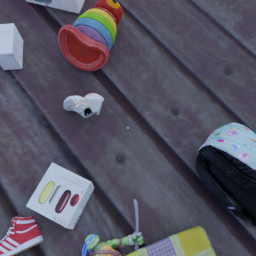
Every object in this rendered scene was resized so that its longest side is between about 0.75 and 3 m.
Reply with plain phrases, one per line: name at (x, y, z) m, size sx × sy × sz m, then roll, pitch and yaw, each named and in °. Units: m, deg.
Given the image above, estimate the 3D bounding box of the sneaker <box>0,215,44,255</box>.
sneaker at (-3.033, 2.798, 7.098) m, size 1.559 × 0.555 × 0.877 m, roll -20°, pitch 74°, yaw -15°

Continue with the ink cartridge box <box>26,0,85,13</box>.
ink cartridge box at (-2.770, -5.187, 9.941) m, size 2.605 × 0.877 × 1.525 m, roll 16°, pitch 70°, yaw 6°

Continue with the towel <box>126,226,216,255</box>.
towel at (1.194, 3.450, 6.546) m, size 2.446 × 0.279 × 1.757 m, roll -7°, pitch 67°, yaw -27°

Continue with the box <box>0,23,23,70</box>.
box at (-3.815, -2.583, 8.961) m, size 0.610 × 0.873 × 1.146 m, roll -5°, pitch 69°, yaw -2°

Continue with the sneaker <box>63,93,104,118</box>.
sneaker at (-1.372, -0.591, 8.156) m, size 1.401 × 0.530 × 0.644 m, roll -7°, pitch 63°, yaw 32°

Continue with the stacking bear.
stacking bear at (-0.960, -3.206, 8.956) m, size 1.557 × 1.458 × 2.565 m, roll 30°, pitch 61°, yaw -9°

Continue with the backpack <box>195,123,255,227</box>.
backpack at (2.980, 1.074, 7.185) m, size 2.434 × 2.031 × 1.540 m, roll 39°, pitch 54°, yaw 17°

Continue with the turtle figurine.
turtle figurine at (-0.101, 3.125, 6.387) m, size 1.977 × 1.423 × 1.917 m, roll -42°, pitch 90°, yaw 21°

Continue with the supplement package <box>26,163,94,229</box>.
supplement package at (-1.706, 1.779, 7.290) m, size 1.181 × 0.909 × 1.236 m, roll 24°, pitch 70°, yaw 9°
